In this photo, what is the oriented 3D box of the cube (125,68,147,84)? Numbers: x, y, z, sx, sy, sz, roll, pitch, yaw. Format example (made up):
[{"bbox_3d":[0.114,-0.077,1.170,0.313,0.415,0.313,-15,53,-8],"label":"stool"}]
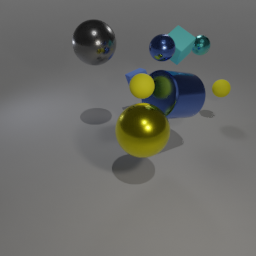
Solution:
[{"bbox_3d":[0.392,-1.878,11.007,0.700,0.700,0.700,-25,22,-7],"label":"cube"}]

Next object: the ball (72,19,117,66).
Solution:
[{"bbox_3d":[-1.063,-2.691,8.865,1.400,1.400,1.400,0,30,0],"label":"ball"}]

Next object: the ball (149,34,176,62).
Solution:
[{"bbox_3d":[0.903,-2.111,7.389,0.700,0.700,0.700,0,30,0],"label":"ball"}]

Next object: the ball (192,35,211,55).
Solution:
[{"bbox_3d":[2.600,-2.969,10.055,0.700,0.700,0.700,0,30,0],"label":"ball"}]

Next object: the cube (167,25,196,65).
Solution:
[{"bbox_3d":[1.512,-2.520,8.545,0.700,0.700,0.700,41,72,13],"label":"cube"}]

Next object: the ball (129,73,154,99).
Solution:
[{"bbox_3d":[0.385,-1.162,7.787,0.700,0.700,0.700,0,30,0],"label":"ball"}]

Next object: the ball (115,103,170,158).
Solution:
[{"bbox_3d":[0.372,0.061,7.149,1.400,1.400,1.400,0,30,0],"label":"ball"}]

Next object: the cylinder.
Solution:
[{"bbox_3d":[1.352,-0.984,8.385,1.400,1.400,1.400,-5,26,-42],"label":"cylinder"}]

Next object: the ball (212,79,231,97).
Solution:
[{"bbox_3d":[3.662,-1.553,10.997,0.700,0.700,0.700,0,30,0],"label":"ball"}]
